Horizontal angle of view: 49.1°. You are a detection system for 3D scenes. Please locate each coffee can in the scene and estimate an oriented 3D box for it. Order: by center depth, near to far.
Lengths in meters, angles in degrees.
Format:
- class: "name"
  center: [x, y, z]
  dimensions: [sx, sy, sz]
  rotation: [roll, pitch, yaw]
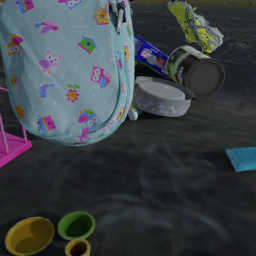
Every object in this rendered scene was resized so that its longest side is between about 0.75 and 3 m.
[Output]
- class: "coffee can"
  center: [2.462, -2.133, 10.569]
  dimensions: [1.495, 1.495, 2.043]
  rotation: [-5, 28, -10]

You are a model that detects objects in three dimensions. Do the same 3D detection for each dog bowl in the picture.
- class: "dog bowl"
  center: [1.036, -1.035, 9.109]
  dimensions: [2.162, 0.634, 2.162]
  rotation: [11, 25, -5]

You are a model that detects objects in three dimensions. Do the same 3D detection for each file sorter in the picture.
- class: "file sorter"
  center: [-3.863, 0.144, 6.301]
  dimensions: [1.777, 1.604, 2.557]
  rotation: [15, 32, 24]

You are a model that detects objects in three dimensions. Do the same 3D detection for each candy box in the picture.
- class: "candy box"
  center: [0.857, -3.294, 12.523]
  dimensions: [1.841, 0.839, 2.178]
  rotation: [26, 17, -30]

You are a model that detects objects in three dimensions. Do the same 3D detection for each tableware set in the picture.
- class: "tableware set"
  center: [-1.799, 1.949, 4.268]
  dimensions: [2.599, 0.399, 1.751]
  rotation: [-4, 29, -6]

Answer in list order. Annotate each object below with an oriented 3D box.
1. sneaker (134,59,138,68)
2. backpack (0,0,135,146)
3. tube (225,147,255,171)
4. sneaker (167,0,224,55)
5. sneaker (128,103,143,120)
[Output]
- class: "sneaker"
  center: [-0.522, -3.518, 13.532]
  dimensions: [1.074, 1.093, 2.837]
  rotation: [-17, 34, -31]
- class: "backpack"
  center: [-0.885, -1.069, 4.145]
  dimensions: [2.210, 2.648, 1.676]
  rotation: [-8, 5, 10]
- class: "tube"
  center: [3.401, 0.667, 6.579]
  dimensions: [1.997, 0.503, 0.773]
  rotation: [-4, 28, 0]
- class: "sneaker"
  center: [2.143, -3.382, 9.356]
  dimensions: [2.242, 0.856, 0.845]
  rotation: [41, 12, -1]
- class: "sneaker"
  center: [0.261, -0.577, 8.871]
  dimensions: [0.563, 0.406, 1.072]
  rotation: [-6, 28, -12]
